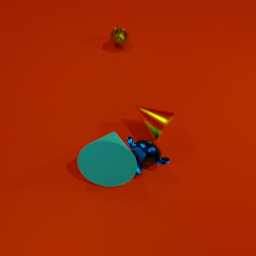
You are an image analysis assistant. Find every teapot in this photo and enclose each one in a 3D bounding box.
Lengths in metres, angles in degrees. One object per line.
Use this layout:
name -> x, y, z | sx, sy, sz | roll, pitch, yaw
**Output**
teapot -> -0.259, -3.228, 9.889 | 0.709, 1.140, 0.558 | 31, 94, 22

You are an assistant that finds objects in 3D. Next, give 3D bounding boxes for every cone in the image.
cone -> 0.626, -0.336, 7.987 | 1.082, 1.078, 1.078 | 35, 65, 5
cone -> -0.473, 0.532, 7.777 | 1.527, 1.527, 1.533 | 4, 33, 2

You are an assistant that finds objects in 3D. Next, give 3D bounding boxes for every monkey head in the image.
monkey head -> 0.430, 0.791, 7.580 | 1.289, 0.777, 0.928 | 29, 57, 2
